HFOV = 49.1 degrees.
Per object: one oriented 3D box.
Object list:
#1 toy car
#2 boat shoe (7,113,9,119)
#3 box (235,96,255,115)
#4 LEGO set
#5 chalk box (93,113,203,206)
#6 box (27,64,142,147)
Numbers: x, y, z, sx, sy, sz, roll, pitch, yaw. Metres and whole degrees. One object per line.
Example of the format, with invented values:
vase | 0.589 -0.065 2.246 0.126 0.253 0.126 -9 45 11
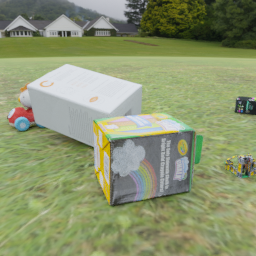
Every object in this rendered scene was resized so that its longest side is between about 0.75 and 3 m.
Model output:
toy car | -3.618 -0.848 10.036 1.360 1.538 1.417 -11 20 -30
boat shoe | -4.268 -0.398 10.824 0.769 0.277 0.277 6 46 -14
box | 5.106 -0.960 11.881 0.965 0.600 0.717 10 22 29
LEGO set | 2.803 0.773 6.613 0.953 0.552 0.733 -2 18 -6
chalk box | 0.514 0.531 5.992 2.272 1.414 1.407 -5 19 -19
box | -1.249 -0.694 8.430 2.864 1.396 1.781 20 41 24
